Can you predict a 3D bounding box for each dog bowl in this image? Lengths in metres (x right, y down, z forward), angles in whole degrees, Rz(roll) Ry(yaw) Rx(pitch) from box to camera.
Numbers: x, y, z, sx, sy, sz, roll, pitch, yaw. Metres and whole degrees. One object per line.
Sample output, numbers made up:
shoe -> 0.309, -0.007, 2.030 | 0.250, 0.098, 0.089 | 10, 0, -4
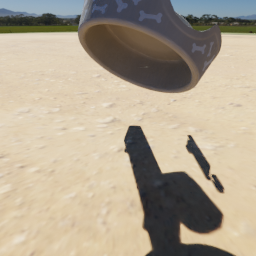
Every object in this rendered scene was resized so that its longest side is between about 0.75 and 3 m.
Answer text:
dog bowl -> 0.230, -1.212, 4.122 | 2.121, 0.622, 2.121 | 22, -12, 5
